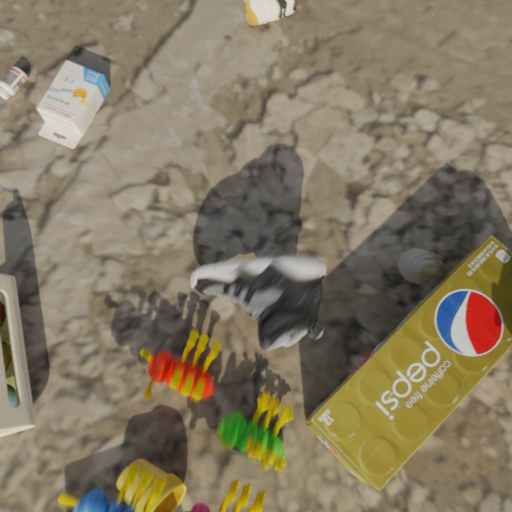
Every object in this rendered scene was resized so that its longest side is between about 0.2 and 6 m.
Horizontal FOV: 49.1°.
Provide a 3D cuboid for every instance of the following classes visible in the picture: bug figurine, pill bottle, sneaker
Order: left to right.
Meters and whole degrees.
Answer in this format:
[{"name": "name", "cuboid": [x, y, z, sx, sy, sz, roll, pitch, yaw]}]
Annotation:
[{"name": "pill bottle", "cuboid": [-4.829, -3.391, 11.039, 0.337, 0.337, 0.609, 30, 75, 9]}, {"name": "bug figurine", "cuboid": [-0.962, 2.999, 8.268, 2.844, 0.944, 3.668, 29, 40, -5]}, {"name": "sneaker", "cuboid": [-0.039, 0.782, 8.862, 2.479, 0.935, 1.411, -6, 84, 34]}, {"name": "sneaker", "cuboid": [0.228, -5.995, 11.503, 1.140, 0.983, 2.600, -7, 83, 4]}]

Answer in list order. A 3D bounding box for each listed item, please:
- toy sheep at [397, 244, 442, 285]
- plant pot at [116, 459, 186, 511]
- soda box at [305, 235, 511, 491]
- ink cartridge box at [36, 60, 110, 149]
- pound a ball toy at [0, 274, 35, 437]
[{"name": "toy sheep", "cuboid": [2.776, 0.158, 9.674, 0.655, 0.950, 0.655, -5, 111, -14]}, {"name": "plant pot", "cuboid": [-1.685, 3.649, 8.689, 0.831, 0.883, 0.883, 33, 75, 26]}, {"name": "soda box", "cuboid": [2.741, 1.682, 8.978, 4.180, 1.338, 1.416, -43, 77, -11]}, {"name": "ink cartridge box", "cuboid": [-3.582, -2.917, 10.808, 0.854, 0.504, 1.484, 22, 74, 6]}, {"name": "pound a ball toy", "cuboid": [-4.736, 1.562, 9.258, 1.916, 1.248, 2.938, -21, 73, 20]}]
